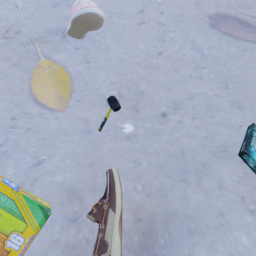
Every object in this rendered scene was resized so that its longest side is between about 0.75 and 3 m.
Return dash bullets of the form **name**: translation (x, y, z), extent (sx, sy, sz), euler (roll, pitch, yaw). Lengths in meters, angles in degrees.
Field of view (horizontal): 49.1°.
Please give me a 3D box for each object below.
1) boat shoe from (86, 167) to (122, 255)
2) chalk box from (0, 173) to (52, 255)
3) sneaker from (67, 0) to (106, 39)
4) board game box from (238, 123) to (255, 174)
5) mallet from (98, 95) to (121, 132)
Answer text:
- **boat shoe**: translation (-0.439, 1.589, 5.119), extent (0.650, 0.651, 1.805), euler (2, 66, -4)
- **chalk box**: translation (-2.099, 1.136, 3.915), extent (1.740, 1.078, 1.086), euler (34, 73, -8)
- **sneaker**: translation (-0.899, -2.539, 6.111), extent (0.595, 1.581, 0.826), euler (18, 83, -27)
- **board game box**: translation (2.642, 0.512, 5.521), extent (0.899, 0.187, 1.330), euler (47, 38, 1)
- **mallet**: translation (-0.433, -0.279, 5.629), extent (0.193, 0.940, 0.310), euler (-9, 64, -36)
